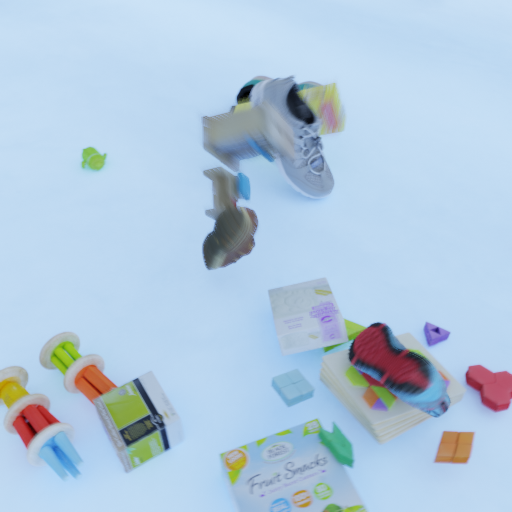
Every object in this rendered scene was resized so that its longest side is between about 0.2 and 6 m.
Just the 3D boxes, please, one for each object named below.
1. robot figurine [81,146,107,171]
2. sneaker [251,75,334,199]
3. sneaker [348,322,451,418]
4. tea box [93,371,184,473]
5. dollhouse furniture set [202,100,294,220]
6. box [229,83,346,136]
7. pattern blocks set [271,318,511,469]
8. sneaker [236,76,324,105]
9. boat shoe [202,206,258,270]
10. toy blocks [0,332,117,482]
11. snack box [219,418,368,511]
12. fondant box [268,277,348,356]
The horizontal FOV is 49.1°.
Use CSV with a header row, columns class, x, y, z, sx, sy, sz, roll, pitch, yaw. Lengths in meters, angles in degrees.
class,x,y,z,sx,sy,sz,roll,pitch,yaw
robot figurine,-3.736,-2.227,12.837,0.630,0.415,0.718,-26,49,-25
sneaker,0.899,-2.353,11.368,1.014,2.715,1.113,-45,22,-31
sneaker,1.938,1.614,7.694,0.749,0.902,1.889,-43,23,1
tea box,-1.637,2.300,7.826,0.927,0.630,0.943,-23,48,-23
dollhouse furniture set,-0.089,-1.520,9.854,1.257,1.250,1.783,-8,77,23
box,0.662,-3.039,12.376,2.486,0.936,0.623,-6,46,21
pattern blocks set,2.015,1.826,8.181,3.265,0.265,2.870,-22,44,-36
sneaker,0.713,-3.888,14.292,2.700,0.964,1.079,18,47,29
boat shoe,-0.346,-0.312,9.294,0.643,1.905,0.686,-6,71,-24
toy blocks,-2.689,2.128,7.961,1.943,0.706,1.619,34,53,31
snack box,0.487,3.094,7.012,1.461,0.586,1.732,-16,44,-16
fondant box,0.789,0.934,8.961,1.036,0.418,1.437,-13,27,1
